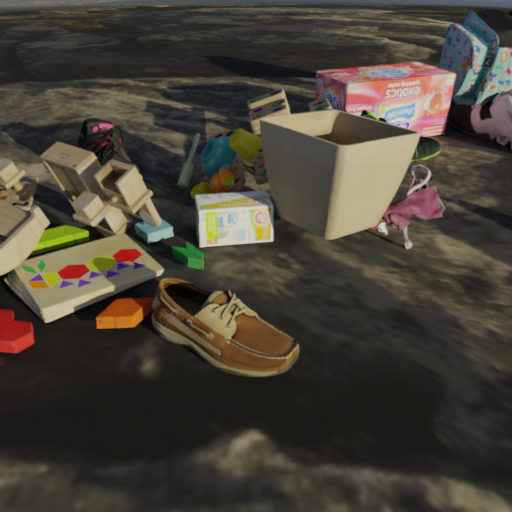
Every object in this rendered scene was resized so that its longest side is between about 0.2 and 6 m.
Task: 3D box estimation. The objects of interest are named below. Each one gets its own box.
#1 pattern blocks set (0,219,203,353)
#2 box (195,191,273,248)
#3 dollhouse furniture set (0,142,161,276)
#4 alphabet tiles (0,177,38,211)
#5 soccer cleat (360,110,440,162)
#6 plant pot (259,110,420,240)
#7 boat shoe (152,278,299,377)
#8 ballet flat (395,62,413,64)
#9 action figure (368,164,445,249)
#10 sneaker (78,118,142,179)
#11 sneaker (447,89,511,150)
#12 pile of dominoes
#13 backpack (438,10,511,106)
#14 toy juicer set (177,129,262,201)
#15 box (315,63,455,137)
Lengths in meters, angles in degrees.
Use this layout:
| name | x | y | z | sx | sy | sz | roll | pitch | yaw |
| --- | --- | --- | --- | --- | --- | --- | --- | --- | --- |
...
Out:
| name | x | y | z | sx | sy | sz | roll | pitch | yaw |
| --- | --- | --- | --- | --- | --- | --- | --- | --- | --- |
| pattern blocks set | -2.495 | 0.275 | 8.090 | 3.409 | 0.276 | 2.996 | -14 | 33 | -24 |
| box | -0.363 | -0.620 | 9.246 | 1.233 | 0.693 | 0.625 | -4 | 31 | -10 |
| dollhouse furniture set | -3.381 | -0.079 | 8.497 | 2.673 | 1.530 | 3.134 | 19 | 58 | 31 |
| alphabet tiles | -5.212 | -0.947 | 10.441 | 1.979 | 0.089 | 2.368 | -6 | 31 | -11 |
| soccer cleat | 2.745 | -2.620 | 12.352 | 2.653 | 1.075 | 0.896 | 3 | 30 | 6 |
| plant pot | 1.206 | -1.265 | 8.758 | 1.777 | 1.573 | 1.775 | -18 | 33 | -36 |
| boat shoe | -0.460 | 0.801 | 6.700 | 2.019 | 0.746 | 0.764 | 16 | 33 | 25 |
| ballet flat | 5.677 | -6.020 | 18.815 | 2.553 | 0.860 | 0.592 | 5 | -6 | 11 |
| action figure | 2.428 | -0.761 | 9.191 | 1.301 | 0.969 | 0.871 | -24 | 32 | -11 |
| sneaker | -3.106 | -2.080 | 11.301 | 1.080 | 1.179 | 2.815 | -16 | 33 | -26 |
| sneaker | 6.064 | -3.516 | 13.625 | 1.200 | 1.434 | 3.240 | -16 | 32 | -23 |
| pile of dominoes | 0.181 | -2.573 | 11.778 | 3.037 | 0.620 | 3.897 | -17 | 29 | 9 |
| backpack | 6.138 | -5.144 | 15.329 | 1.908 | 2.534 | 2.249 | -7 | 42 | -1 |
| toy juicer set | -0.801 | -1.640 | 10.719 | 0.630 | 1.474 | 2.316 | 28 | -6 | -31 |
| box | 3.108 | -3.745 | 13.830 | 3.117 | 1.600 | 1.476 | -11 | 32 | -22 |
